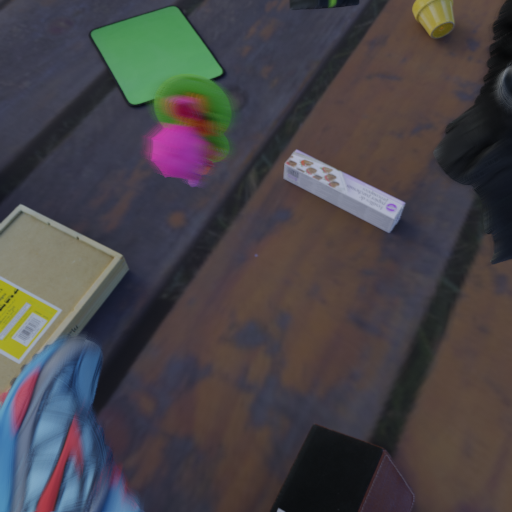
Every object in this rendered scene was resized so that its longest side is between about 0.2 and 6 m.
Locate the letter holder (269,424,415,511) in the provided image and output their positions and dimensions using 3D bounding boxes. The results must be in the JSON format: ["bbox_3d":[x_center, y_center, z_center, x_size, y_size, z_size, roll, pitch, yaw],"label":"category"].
[{"bbox_3d":[0.854,3.115,6.153,0.958,1.355,1.906,7,54,42],"label":"letter holder"}]

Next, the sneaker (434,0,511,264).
[{"bbox_3d":[2.921,-1.515,6.328,2.076,3.980,1.195,-26,44,28],"label":"sneaker"}]

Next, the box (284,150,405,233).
[{"bbox_3d":[1.365,-1.047,8.944,1.993,0.413,0.386,29,63,18],"label":"box"}]

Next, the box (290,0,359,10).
[{"bbox_3d":[1.023,-4.408,8.527,0.868,1.169,0.727,-18,26,-30],"label":"box"}]

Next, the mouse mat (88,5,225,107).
[{"bbox_3d":[-1.971,-3.968,10.942,2.005,0.094,2.491,-24,62,-14],"label":"mouse mat"}]

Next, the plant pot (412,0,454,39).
[{"bbox_3d":[3.569,-4.749,11.078,0.753,0.753,0.708,-13,73,-8],"label":"plant pot"}]

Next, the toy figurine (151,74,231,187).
[{"bbox_3d":[-0.687,-1.097,5.662,0.819,1.091,1.004,-7,45,17],"label":"toy figurine"}]

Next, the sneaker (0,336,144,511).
[{"bbox_3d":[-1.634,2.176,5.136,1.438,1.194,3.011,-2,57,9],"label":"sneaker"}]

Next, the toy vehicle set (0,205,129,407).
[{"bbox_3d":[-3.502,0.855,7.749,1.948,0.416,3.136,26,62,15],"label":"toy vehicle set"}]

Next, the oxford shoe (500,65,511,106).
[{"bbox_3d":[2.812,-1.482,4.656,0.516,0.672,1.788,-23,19,-23],"label":"oxford shoe"}]
